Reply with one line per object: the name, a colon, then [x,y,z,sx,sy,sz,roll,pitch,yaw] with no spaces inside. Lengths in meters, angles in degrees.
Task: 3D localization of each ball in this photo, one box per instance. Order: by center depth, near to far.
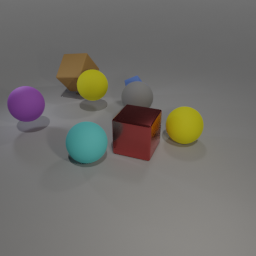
ball: [-1.387,0.480,9.431,1.400,1.400,1.400,0,29,0]
ball: [2.119,-0.106,10.529,1.400,1.400,1.400,0,29,0]
ball: [-4.004,-0.942,11.047,1.400,1.400,1.400,0,29,0]
ball: [0.411,-1.351,12.323,1.400,1.400,1.400,0,29,0]
ball: [-1.608,-1.940,12.721,1.400,1.400,1.400,0,29,0]

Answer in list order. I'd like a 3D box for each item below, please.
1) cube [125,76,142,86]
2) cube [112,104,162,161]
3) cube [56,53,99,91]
cube: [0.329,-1.996,13.602,0.700,0.700,0.700,-19,66,17]
cube: [0.342,0.125,10.128,1.400,1.400,1.400,11,31,18]
cube: [-2.506,-2.777,14.143,1.400,1.400,1.400,4,69,24]
